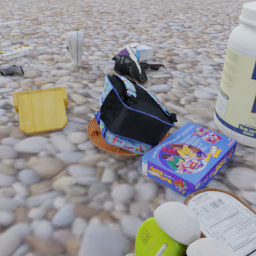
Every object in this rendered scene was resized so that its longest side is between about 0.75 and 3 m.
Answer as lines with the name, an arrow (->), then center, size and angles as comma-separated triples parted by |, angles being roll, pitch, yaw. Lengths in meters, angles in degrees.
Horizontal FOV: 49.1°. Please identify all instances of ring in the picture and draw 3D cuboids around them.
ring -> -0.001, -0.030, 7.281 | 2.114, 0.203, 2.114 | 1, 35, 0

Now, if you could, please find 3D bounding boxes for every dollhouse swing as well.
dollhouse swing -> -2.381, -0.410, 7.902 | 1.417, 1.245, 1.288 | -10, -8, -14

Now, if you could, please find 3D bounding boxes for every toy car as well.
toy car -> 0.763, 1.831, 3.626 | 1.168, 1.363, 1.557 | 20, 14, -41

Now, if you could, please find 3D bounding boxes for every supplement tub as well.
supplement tub -> 3.363, -1.263, 6.653 | 2.175, 3.000, 2.175 | 0, 32, 0

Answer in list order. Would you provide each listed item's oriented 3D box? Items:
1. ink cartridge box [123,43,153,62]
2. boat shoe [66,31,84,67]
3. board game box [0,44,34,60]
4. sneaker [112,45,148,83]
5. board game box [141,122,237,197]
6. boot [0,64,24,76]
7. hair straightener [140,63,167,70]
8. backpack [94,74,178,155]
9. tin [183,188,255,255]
ink cartridge box -> 0.428, -3.365, 12.379 | 0.816, 0.475, 1.129 | -25, 40, -34
boat shoe -> -2.047, -3.046, 10.682 | 0.645, 1.931, 0.710 | 3, 67, -10
board game box -> -5.183, -3.463, 12.735 | 0.941, 0.258, 1.491 | 22, 39, 30
sneaker -> 0.015, -2.176, 10.449 | 0.976, 0.844, 2.229 | -29, 41, 6
board game box -> 1.360, 0.610, 6.108 | 1.274, 0.424, 1.895 | 25, 40, 34
boot -> -4.400, -2.109, 10.577 | 0.681, 0.361, 1.035 | -30, 32, -34
hair straightener -> 0.861, -2.358, 11.050 | 1.387, 0.284, 0.534 | 5, 33, -1
backpack -> 0.008, -0.425, 6.547 | 1.619, 1.193, 1.774 | 19, 25, -35
tin -> 1.697, 1.741, 4.362 | 1.182, 0.442, 2.111 | -21, 38, -23
